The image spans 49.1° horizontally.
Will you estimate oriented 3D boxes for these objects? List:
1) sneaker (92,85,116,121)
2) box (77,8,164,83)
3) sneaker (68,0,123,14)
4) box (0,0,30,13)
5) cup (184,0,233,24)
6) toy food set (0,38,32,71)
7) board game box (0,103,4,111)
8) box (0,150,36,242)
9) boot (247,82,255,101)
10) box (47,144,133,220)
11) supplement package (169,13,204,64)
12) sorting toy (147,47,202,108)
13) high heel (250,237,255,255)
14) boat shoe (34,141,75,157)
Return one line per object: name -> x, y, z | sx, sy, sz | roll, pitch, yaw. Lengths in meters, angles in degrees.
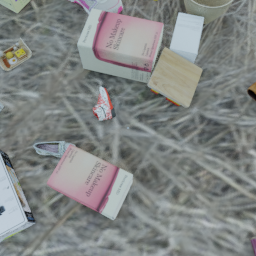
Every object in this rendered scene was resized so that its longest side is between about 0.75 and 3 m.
sneaker -> -0.825, -0.746, 8.430 | 0.597, 0.372, 1.114 | -19, 73, -10
box -> -0.196, -2.511, 8.640 | 2.285, 1.245, 1.461 | 14, 69, 5
sneaker -> -1.328, -4.674, 9.542 | 2.577, 1.137, 1.048 | 31, 72, 11
box -> -3.801, -5.715, 9.121 | 1.295, 2.679, 2.357 | 32, 73, 11
cup -> 2.580, -4.200, 9.327 | 1.678, 1.200, 1.678 | 0, 68, 0
toy food set -> -3.761, -2.412, 9.104 | 1.070, 0.323, 0.768 | -37, 73, -13
board game box -> -4.348, -0.384, 8.137 | 0.641, 0.653, 1.245 | 24, 70, 10
box -> -3.469, 1.792, 7.292 | 1.270, 0.655, 2.178 | -28, 71, -10
boot -> 5.180, -1.252, 8.169 | 2.376, 0.864, 2.524 | 40, 72, 14
box -> -0.926, 1.409, 7.248 | 1.845, 1.005, 1.179 | 24, 71, 9
supplement package -> 1.828, -2.773, 8.955 | 0.853, 0.856, 1.459 | 14, 69, 5
sorting toy -> 1.368, -1.468, 8.477 | 1.385, 0.482, 1.376 | 27, 72, -11
high heel -> 4.147, 3.029, 6.774 | 2.133, 0.719, 1.025 | -15, 59, 10
boat shoe -> -2.062, 0.572, 7.920 | 1.152, 0.369, 0.425 | 4, 69, 1
